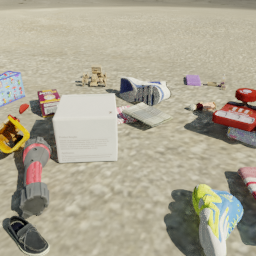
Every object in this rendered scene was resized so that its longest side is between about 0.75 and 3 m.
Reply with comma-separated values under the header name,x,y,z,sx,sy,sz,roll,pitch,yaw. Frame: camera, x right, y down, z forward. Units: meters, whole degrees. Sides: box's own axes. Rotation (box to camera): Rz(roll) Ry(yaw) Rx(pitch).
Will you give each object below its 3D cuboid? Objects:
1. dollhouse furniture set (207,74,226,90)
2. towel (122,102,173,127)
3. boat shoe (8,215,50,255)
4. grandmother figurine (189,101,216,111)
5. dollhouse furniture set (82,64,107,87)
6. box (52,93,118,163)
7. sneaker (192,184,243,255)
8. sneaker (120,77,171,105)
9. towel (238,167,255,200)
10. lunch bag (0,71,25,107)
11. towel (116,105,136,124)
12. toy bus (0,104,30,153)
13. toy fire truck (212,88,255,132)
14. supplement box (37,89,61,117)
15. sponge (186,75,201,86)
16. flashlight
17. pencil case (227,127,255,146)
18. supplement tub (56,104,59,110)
name,x,y,z,sx,sy,sz,roll,pitch,yaw
dollhouse furniture set,4.611,-2.443,14.555,0.963,0.683,0.763,6,30,10
towel,0.829,-0.580,11.358,1.563,0.280,1.623,28,29,31
boat shoe,-2.295,2.431,6.353,1.337,0.416,0.499,24,36,33
grandmother figurine,3.260,-0.933,12.307,1.171,0.355,0.710,-5,23,-2
dollhouse furniture set,-1.745,-2.657,15.118,1.236,0.876,1.346,1,51,3
box,-1.333,-0.050,9.389,1.937,1.668,1.947,-2,30,-3
sneaker,2.221,2.088,6.501,1.162,0.838,2.212,4,29,2
sneaker,0.946,-1.693,13.073,1.567,1.097,2.714,-10,24,-42
towel,4.234,1.812,6.980,2.058,0.325,2.857,3,22,0
lunch bag,-5.622,-1.765,12.821,0.770,1.233,1.638,11,31,19
towel,-0.565,-0.555,11.708,1.695,0.254,1.240,-10,31,-16
toy bus,-3.863,0.289,9.402,1.062,1.940,2.056,46,35,-9
toy fire truck,4.570,-0.354,10.127,2.535,1.421,2.129,20,34,30
supplement box,-3.395,-1.107,12.210,0.893,0.704,1.364,-12,32,-20
sponge,3.583,-2.624,15.371,0.716,0.191,1.283,4,30,6
flashlight,-2.583,1.250,7.945,0.891,0.888,2.623,-10,30,-13
pencil case,4.234,0.234,9.957,1.325,0.601,0.551,26,64,33
supplement tub,-2.492,-0.499,11.010,0.611,0.843,0.611,0,30,0
